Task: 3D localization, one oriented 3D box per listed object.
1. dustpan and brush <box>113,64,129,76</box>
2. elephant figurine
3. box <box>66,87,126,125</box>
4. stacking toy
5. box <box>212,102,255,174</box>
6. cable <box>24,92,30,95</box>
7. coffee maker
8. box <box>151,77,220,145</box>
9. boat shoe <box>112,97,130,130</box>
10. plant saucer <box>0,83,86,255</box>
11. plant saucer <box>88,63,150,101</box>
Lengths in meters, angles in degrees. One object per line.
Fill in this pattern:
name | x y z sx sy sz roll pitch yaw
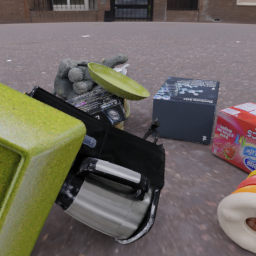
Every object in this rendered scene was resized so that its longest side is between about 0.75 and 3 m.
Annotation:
dustpan and brush | -0.442 -3.166 15.618 1.257 0.515 1.801 16 30 29
elephant figurine | -1.698 -2.276 12.306 2.211 2.017 2.850 27 41 19
box | -1.476 -0.471 8.971 2.681 0.584 2.148 -20 26 2
stacking toy | 2.591 1.218 5.177 1.389 1.389 1.901 15 40 29
box | 3.735 0.470 7.045 1.425 1.365 2.859 -15 30 -32
cable | -4.538 -1.356 12.370 0.409 0.212 0.842 18 39 -2
coffee maker | -0.825 0.499 5.134 2.641 1.779 2.537 28 30 -15
box | 2.011 -0.711 9.530 1.896 1.368 2.555 8 28 16
boat shoe | -0.508 -0.469 9.630 0.977 0.843 2.678 7 27 15
plant saucer | -2.338 0.626 3.676 2.737 2.741 0.656 26 13 -3
plant saucer | -0.337 -1.415 8.887 2.165 0.336 2.165 25 19 -9
